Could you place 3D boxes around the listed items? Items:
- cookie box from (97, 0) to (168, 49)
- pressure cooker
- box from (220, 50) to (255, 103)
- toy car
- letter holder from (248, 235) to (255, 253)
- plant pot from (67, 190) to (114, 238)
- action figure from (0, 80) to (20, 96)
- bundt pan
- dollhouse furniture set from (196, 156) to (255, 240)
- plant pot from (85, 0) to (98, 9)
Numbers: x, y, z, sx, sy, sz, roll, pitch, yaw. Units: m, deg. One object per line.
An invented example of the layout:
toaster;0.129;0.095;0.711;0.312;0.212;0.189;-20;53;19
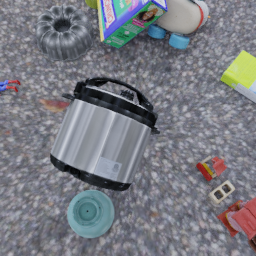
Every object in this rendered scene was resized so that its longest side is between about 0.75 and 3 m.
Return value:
cookie box;0.048;-5.206;11.787;1.105;2.940;2.515;12;63;-42
pressure cooker;-0.571;0.065;8.016;2.590;2.550;2.899;20;89;29
box;5.411;-1.977;11.765;2.528;0.603;1.542;38;74;13
toy car;2.550;-5.117;12.420;2.352;2.451;2.659;34;37;24
letter holder;4.688;4.089;9.606;0.653;0.462;0.919;-37;74;-11
plant pot;-1.343;2.917;9.683;1.683;1.127;1.683;0;70;1
action figure;-5.509;-1.725;11.765;1.883;0.487;0.616;2;64;6
bundt pan;-2.848;-4.361;12.439;2.736;1.027;2.736;0;69;-1
dollhouse furniture set;3.372;2.298;9.711;1.137;1.505;2.797;-34;74;-12
plant pot;-1.448;-6.562;13.046;1.306;1.396;1.306;0;70;0
